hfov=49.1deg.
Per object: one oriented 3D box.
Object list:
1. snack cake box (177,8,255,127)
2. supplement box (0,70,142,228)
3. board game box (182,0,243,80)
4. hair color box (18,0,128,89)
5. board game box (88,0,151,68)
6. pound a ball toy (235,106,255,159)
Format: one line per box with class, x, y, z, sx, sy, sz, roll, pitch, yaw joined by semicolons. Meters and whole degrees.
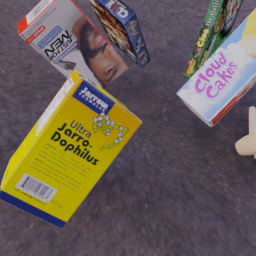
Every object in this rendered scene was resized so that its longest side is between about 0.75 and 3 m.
snack cake box;2.499;-1.382;6.272;0.954;1.633;2.839;45;100;15
supplement box;-1.131;0.331;5.360;2.491;1.364;1.356;-53;22;5
board game box;2.306;-2.622;7.120;0.348;2.963;1.553;28;21;24
hair color box;-1.232;-1.932;6.723;1.323;2.385;0.762;-40;44;10
board game box;-0.211;-2.645;7.399;0.396;2.290;1.552;-44;71;0
pound a ball toy;3.061;0.052;5.360;1.549;1.009;2.376;52;46;-16
